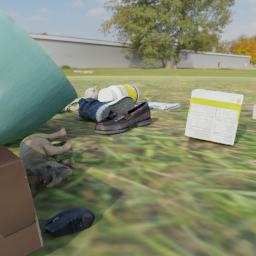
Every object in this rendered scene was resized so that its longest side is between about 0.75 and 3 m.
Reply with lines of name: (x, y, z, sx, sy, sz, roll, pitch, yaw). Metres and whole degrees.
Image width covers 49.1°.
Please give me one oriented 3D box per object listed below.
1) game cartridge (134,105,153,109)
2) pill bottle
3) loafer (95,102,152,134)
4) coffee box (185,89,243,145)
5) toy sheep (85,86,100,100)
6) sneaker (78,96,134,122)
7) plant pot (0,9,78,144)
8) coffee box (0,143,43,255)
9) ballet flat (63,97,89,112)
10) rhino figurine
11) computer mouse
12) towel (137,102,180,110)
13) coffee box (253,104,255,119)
game cartridge: (0.660, -0.940, 12.675, 0.837, 0.171, 0.557, 6, 16, 27)
pill bottle: (-0.424, -1.444, 12.892, 1.047, 1.047, 1.831, 11, 17, 39)
loafer: (-0.127, -0.360, 8.816, 0.856, 0.750, 2.381, 11, 17, 40)
coffee box: (2.292, -0.336, 7.401, 1.225, 1.211, 1.223, 11, 13, 21)
toy sheep: (-1.867, -1.712, 14.626, 0.858, 0.858, 1.244, 1, 15, 6)
sneaker: (-0.879, -0.795, 10.432, 1.566, 0.824, 2.167, 11, 20, 35)
plant pot: (-3.119, -1.001, 6.870, 2.369, 2.952, 2.952, -46, 27, -10)
coffee box: (-2.210, 0.708, 3.236, 1.445, 1.021, 2.557, -19, 21, -35)
ballet flat: (-2.188, -1.009, 12.403, 1.684, 0.585, 0.585, -14, 19, -43)
rhino figurine: (-1.444, 0.583, 4.912, 0.977, 0.668, 2.236, -13, 18, -16)
computer mouse: (-1.045, 1.171, 3.342, 1.350, 0.230, 0.396, -8, 16, -27)
towel: (1.454, -1.087, 13.232, 1.731, 0.206, 1.271, 10, 16, 37)
coffee box: (5.317, -0.641, 10.451, 0.803, 0.567, 1.421, 12, 17, 41)
